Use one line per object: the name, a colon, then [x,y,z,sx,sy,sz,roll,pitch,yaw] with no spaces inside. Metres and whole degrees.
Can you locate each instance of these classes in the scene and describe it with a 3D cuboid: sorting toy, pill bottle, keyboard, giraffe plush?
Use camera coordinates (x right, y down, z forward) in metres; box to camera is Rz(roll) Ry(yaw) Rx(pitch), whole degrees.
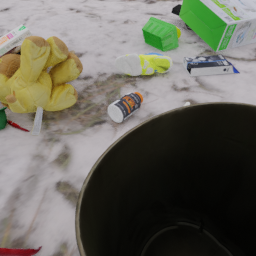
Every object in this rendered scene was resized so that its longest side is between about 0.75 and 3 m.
sorting toy: [-3.517,-2.345,9.608,2.911,0.390,2.169,0,8,39]
pill bottle: [-0.026,-0.644,7.995,0.576,0.576,1.085,27,46,29]
keyboard: [3.349,-5.047,13.461,2.918,0.578,1.519,30,46,18]
giraffe plush: [-2.931,-1.299,8.006,2.187,2.327,2.697,14,76,32]

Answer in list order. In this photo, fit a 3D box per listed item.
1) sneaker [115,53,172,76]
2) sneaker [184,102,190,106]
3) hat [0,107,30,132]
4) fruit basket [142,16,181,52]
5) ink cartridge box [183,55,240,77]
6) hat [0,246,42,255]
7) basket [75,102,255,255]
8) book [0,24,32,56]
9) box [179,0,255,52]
sneaker: [0.558,-2.328,10.094,2.008,0.761,1.055,5,23,2]
sneaker: [1.511,-0.468,7.963,0.397,0.342,0.939,16,43,15]
hat: [-3.410,-0.009,7.607,0.845,0.898,1.020,-39,15,-35]
fruit basket: [1.613,-4.043,11.837,1.679,1.211,1.679,-9,49,11]
ink cartridge box: [3.047,-2.293,10.201,1.898,0.372,0.944,-5,39,-8]
hat: [-3.423,2.325,4.650,2.504,2.204,2.074,-7,46,41]
basket: [0.816,1.549,3.400,2.683,2.975,2.023,-30,48,-30]
book: [-3.556,-2.472,8.237,1.461,0.351,0.976,-38,38,-9]
box: [4.141,-4.893,12.075,2.555,1.400,2.895,-18,56,-21]
